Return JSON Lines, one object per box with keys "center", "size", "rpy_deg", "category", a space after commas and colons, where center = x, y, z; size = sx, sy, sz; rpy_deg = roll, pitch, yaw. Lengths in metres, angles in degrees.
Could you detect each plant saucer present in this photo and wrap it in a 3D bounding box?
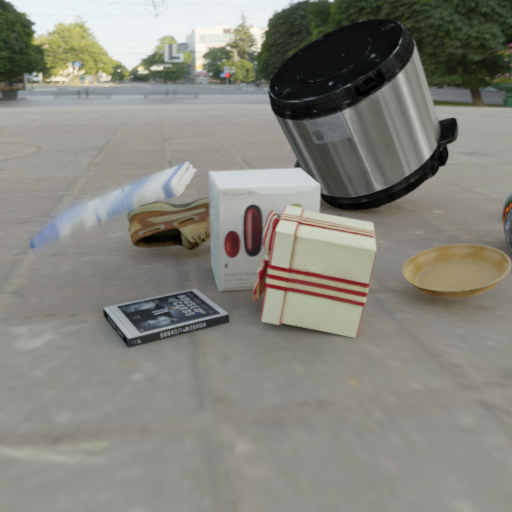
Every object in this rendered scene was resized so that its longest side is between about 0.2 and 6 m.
{"center": [2.586, 0.227, 7.261], "size": [1.323, 0.234, 1.323], "rpy_deg": [-11, 23, 5], "category": "plant saucer"}

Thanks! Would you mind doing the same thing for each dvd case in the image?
{"center": [-1.073, 0.713, 6.649], "size": [1.234, 0.153, 0.927], "rpy_deg": [-11, 22, -29], "category": "dvd case"}

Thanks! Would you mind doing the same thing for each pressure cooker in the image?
{"center": [2.158, -2.636, 11.696], "size": [3.111, 3.483, 3.063], "rpy_deg": [-39, 36, -8], "category": "pressure cooker"}

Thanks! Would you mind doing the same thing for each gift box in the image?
{"center": [0.666, 0.156, 6.714], "size": [1.287, 1.272, 1.379], "rpy_deg": [11, 16, 4], "category": "gift box"}

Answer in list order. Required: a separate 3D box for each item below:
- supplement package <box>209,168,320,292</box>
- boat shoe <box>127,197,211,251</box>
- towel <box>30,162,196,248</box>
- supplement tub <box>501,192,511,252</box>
{"center": [0.082, -0.395, 7.847], "size": [1.386, 1.449, 1.066], "rpy_deg": [-4, 21, -10], "category": "supplement package"}
{"center": [-1.062, -0.430, 9.059], "size": [2.022, 0.765, 0.747], "rpy_deg": [-4, 59, 0], "category": "boat shoe"}
{"center": [-1.744, -0.654, 7.118], "size": [1.962, 0.234, 1.441], "rpy_deg": [-21, 17, 8], "category": "towel"}
{"center": [4.467, -0.505, 8.784], "size": [1.095, 1.095, 1.788], "rpy_deg": [7, 19, 20], "category": "supplement tub"}
